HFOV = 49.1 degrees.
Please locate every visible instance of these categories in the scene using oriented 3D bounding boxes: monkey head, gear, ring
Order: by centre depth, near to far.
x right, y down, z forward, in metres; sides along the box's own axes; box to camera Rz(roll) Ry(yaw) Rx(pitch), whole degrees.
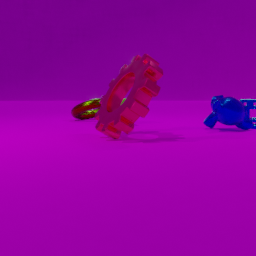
[{"bbox_3d":[-0.037,-0.739,6.471,0.376,2.033,2.033,31,-8,-25],"label":"gear"},{"bbox_3d":[2.788,-0.355,8.110,1.612,1.160,0.971,27,19,-26],"label":"monkey head"},{"bbox_3d":[-1.451,-0.786,11.699,1.862,0.372,1.862,-14,-10,-3],"label":"ring"}]

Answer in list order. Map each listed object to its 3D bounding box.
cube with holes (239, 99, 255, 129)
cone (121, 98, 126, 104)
[{"bbox_3d":[3.986,-0.452,8.796,0.887,0.887,0.887,3,7,24],"label":"cube with holes"},{"bbox_3d":[-0.199,-0.758,9.440,0.942,0.942,0.945,-4,-25,-31],"label":"cone"}]
